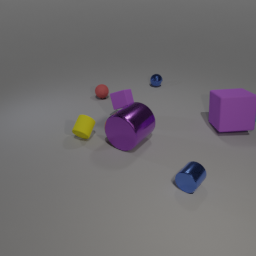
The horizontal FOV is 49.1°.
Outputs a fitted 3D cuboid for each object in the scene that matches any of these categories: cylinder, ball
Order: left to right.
[{"bbox_3d":[-1.686,-0.047,10.698,0.700,0.700,0.700,12,67,20],"label":"cylinder"},{"bbox_3d":[-1.318,-1.859,14.138,0.700,0.700,0.700,0,29,0],"label":"ball"},{"bbox_3d":[0.090,-0.080,10.343,1.400,1.400,1.400,18,34,28],"label":"cylinder"},{"bbox_3d":[1.581,-2.673,15.647,0.700,0.700,0.700,0,29,0],"label":"ball"},{"bbox_3d":[1.873,1.456,8.345,0.700,0.700,0.700,21,36,32],"label":"cylinder"}]

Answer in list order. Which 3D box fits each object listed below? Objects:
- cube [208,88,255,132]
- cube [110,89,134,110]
[{"bbox_3d":[4.151,-0.746,11.250,1.400,1.400,1.400,-3,19,-1],"label":"cube"},{"bbox_3d":[-0.235,-1.202,11.723,0.700,0.700,0.700,-12,5,26],"label":"cube"}]
